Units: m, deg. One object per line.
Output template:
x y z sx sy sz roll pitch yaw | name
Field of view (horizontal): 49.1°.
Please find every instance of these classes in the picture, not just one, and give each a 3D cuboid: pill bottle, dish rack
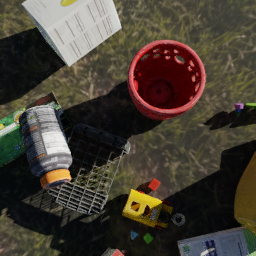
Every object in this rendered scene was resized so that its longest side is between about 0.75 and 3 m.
-2.666 0.665 9.226 1.358 1.358 2.557 -20 70 -3 | pill bottle
-1.408 1.443 9.961 2.258 0.803 2.944 20 83 5 | dish rack

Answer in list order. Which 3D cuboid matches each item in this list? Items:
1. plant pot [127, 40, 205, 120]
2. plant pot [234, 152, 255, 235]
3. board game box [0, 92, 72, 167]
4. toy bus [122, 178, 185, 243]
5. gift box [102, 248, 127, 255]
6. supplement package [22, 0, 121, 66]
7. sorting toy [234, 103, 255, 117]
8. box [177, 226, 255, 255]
1.190 -1.418 9.673 2.443 2.224 2.443 0 80 0 | plant pot
4.900 2.340 8.776 2.525 2.541 2.600 39 78 6 | plant pot
-3.744 0.021 10.406 2.967 0.348 1.555 -29 84 -5 | board game box
0.786 2.856 9.556 2.016 1.042 1.902 -25 81 -4 | toy bus
-0.346 4.942 8.840 2.001 1.868 1.846 -37 80 -26 | gift box
-1.943 -3.997 10.031 2.502 1.885 1.899 -38 62 -6 | supplement package
4.814 -0.626 10.495 1.673 0.580 0.576 -1 104 -2 | sorting toy
3.336 4.630 9.539 2.879 0.523 2.078 -12 81 -1 | box
